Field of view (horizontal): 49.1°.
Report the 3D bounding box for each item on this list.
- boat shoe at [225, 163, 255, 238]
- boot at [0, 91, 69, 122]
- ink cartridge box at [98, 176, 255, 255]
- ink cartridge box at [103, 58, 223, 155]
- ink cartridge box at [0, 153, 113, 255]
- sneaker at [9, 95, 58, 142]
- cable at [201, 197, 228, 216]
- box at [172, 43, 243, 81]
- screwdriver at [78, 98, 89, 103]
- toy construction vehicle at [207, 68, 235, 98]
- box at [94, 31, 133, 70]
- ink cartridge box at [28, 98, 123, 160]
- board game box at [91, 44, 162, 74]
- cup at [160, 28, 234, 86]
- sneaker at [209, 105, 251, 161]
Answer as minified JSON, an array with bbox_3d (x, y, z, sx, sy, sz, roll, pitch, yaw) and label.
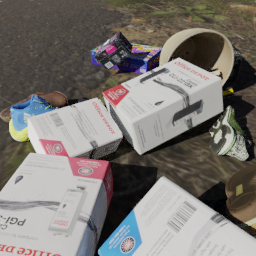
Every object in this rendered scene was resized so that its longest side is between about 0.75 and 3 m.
[{"bbox_3d":[2.394,1.411,5.234,0.949,0.893,2.492,55,30,6],"label":"boat shoe"},{"bbox_3d":[-2.993,-0.627,8.908,1.620,0.558,1.739,4,28,31],"label":"boot"},{"bbox_3d":[0.906,2.007,4.089,2.184,0.938,1.599,32,70,37],"label":"ink cartridge box"},{"bbox_3d":[0.978,-0.748,7.992,2.765,1.158,1.995,-26,38,-14],"label":"ink cartridge box"},{"bbox_3d":[-1.410,1.649,5.004,1.810,1.023,2.470,6,33,8],"label":"ink cartridge box"},{"bbox_3d":[-2.118,-0.268,7.736,2.379,1.250,0.901,-5,33,-7],"label":"sneaker"},{"bbox_3d":[1.984,1.863,5.286,1.791,0.455,1.461,-1,23,-17],"label":"cable"},{"bbox_3d":[3.162,-2.919,11.898,2.589,1.115,2.121,0,33,0],"label":"box"},{"bbox_3d":[-1.490,-0.718,8.388,0.334,0.320,2.295,-6,9,6],"label":"screwdriver"},{"bbox_3d":[2.891,-1.426,9.702,1.247,1.086,0.439,-16,-5,5],"label":"toy construction vehicle"},{"bbox_3d":[-0.575,-3.110,11.342,1.300,0.859,0.746,-25,40,33],"label":"box"},{"bbox_3d":[-1.319,0.192,7.027,1.918,0.809,1.388,-21,64,-30],"label":"ink cartridge box"},{"bbox_3d":[-0.020,-3.334,12.987,2.805,0.628,1.886,16,36,22],"label":"board game box"},{"bbox_3d":[2.104,-2.382,9.792,2.483,2.483,1.776,-8,35,-12],"label":"cup"},{"bbox_3d":[2.862,0.198,7.720,1.003,0.870,2.263,34,36,-2],"label":"sneaker"}]
